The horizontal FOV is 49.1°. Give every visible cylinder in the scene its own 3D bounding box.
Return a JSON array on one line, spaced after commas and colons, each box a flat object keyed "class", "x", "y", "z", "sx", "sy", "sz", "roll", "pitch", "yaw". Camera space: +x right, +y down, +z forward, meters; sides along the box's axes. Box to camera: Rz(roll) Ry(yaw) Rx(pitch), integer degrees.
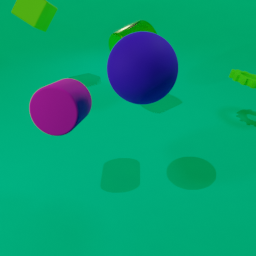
[{"class": "cylinder", "x": -1.215, "y": -0.412, "z": 5.208, "sx": 0.895, "sy": 0.895, "sz": 0.895, "roll": 5, "pitch": 19, "yaw": 7}, {"class": "cylinder", "x": 0.168, "y": -2.464, "z": 8.284, "sx": 1.090, "sy": 1.090, "sz": 1.090, "roll": -35, "pitch": 47, "yaw": -24}]

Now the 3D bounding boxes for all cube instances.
[{"class": "cube", "x": -3.095, "y": -3.918, "z": 9.337, "sx": 0.921, "sy": 0.921, "sz": 0.921, "roll": 33, "pitch": 12, "yaw": 1}]

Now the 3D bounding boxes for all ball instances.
[{"class": "ball", "x": 0.239, "y": -0.977, "z": 4.638, "sx": 1.178, "sy": 1.178, "sz": 1.178, "roll": 0, "pitch": 35, "yaw": 0}]

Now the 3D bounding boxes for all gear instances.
[{"class": "gear", "x": 3.462, "y": -1.391, "z": 8.020, "sx": 1.087, "sy": 0.201, "sz": 1.087, "roll": 13, "pitch": 27, "yaw": -7}]
